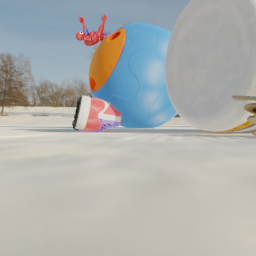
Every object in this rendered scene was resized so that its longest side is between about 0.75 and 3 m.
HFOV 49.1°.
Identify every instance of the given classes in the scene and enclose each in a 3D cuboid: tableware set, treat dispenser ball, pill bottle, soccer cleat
[{"bbox_3d":[1.425,-0.023,2.072,0.756,0.229,1.143,15,-4,-43],"label":"tableware set"},{"bbox_3d":[0.348,-1.422,7.992,2.945,2.945,2.945,0,1,0],"label":"treat dispenser ball"},{"bbox_3d":[2.069,-0.767,3.689,2.865,1.667,1.667,1,0,-27],"label":"pill bottle"},{"bbox_3d":[-0.504,-0.181,4.291,0.609,0.568,1.665,13,0,-10],"label":"soccer cleat"}]

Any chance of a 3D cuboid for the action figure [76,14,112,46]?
[{"bbox_3d":[-0.684,-3.124,8.816,2.248,1.113,0.734,-15,7,-37],"label":"action figure"}]
